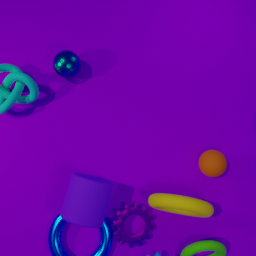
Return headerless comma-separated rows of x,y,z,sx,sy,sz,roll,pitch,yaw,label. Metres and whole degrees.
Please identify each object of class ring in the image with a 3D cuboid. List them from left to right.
-1.314,3.034,7.783,1.809,0.362,1.809,0,78,0,ring
1.360,2.023,7.304,1.691,1.691,0.338,10,71,2,ring
1.959,3.276,7.274,1.178,1.178,0.236,-5,42,-1,ring

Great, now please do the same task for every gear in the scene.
0.145,2.681,7.751,1.173,0.217,1.173,1,87,-16,gear

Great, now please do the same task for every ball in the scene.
-1.865,-1.950,8.577,0.847,0.847,0.847,0,78,0,ball
2.421,1.012,8.013,0.776,0.776,0.776,0,78,0,ball

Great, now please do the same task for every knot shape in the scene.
-3.537,-1.084,8.381,1.563,0.722,1.462,31,94,11,knot shape

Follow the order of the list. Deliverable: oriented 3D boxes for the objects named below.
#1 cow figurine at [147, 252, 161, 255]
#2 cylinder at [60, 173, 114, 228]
0.742,3.792,7.271,0.553,1.008,0.992,-7,91,-22,cow figurine
-1.048,1.838,7.227,1.119,1.119,1.119,15,84,3,cylinder
